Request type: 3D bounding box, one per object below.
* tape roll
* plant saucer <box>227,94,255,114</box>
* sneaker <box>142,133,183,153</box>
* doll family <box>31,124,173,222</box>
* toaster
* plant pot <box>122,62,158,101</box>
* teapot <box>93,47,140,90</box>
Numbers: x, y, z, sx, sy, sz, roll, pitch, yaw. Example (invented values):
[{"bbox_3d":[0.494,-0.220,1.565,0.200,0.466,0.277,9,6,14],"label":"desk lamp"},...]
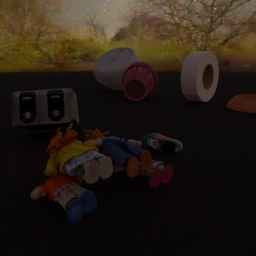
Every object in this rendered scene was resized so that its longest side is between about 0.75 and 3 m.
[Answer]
[{"bbox_3d":[3.201,-2.257,12.373,0.771,2.205,2.205,12,18,39],"label":"tape roll"},{"bbox_3d":[5.102,-0.955,10.675,2.508,0.469,2.508,0,13,0],"label":"plant saucer"},{"bbox_3d":[0.650,0.320,5.781,0.899,0.321,0.359,10,12,30],"label":"sneaker"},{"bbox_3d":[-0.412,0.388,4.139,2.148,0.968,1.333,-11,17,-37],"label":"doll family"},{"bbox_3d":[-1.926,-0.405,6.879,1.380,0.906,1.527,-4,-5,-3],"label":"toaster"},{"bbox_3d":[0.478,-2.060,13.076,1.700,1.700,1.522,3,30,11],"label":"plant pot"},{"bbox_3d":[-0.547,-3.308,16.983,2.943,2.177,2.981,-24,42,-2],"label":"teapot"}]
